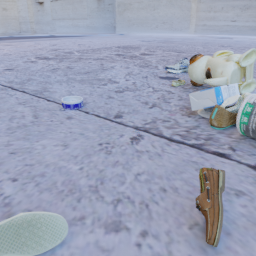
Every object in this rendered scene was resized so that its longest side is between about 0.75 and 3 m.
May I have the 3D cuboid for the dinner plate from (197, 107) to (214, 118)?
[{"bbox_3d":[3.183,-0.585,10.207,1.262,0.153,1.262,1,21,0],"label":"dinner plate"}]

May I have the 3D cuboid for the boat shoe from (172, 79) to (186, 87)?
[{"bbox_3d":[2.566,-2.326,14.110,0.991,0.312,0.361,-18,29,-37],"label":"boat shoe"}]

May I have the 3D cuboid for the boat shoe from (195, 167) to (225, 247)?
[{"bbox_3d":[1.367,1.308,4.785,0.459,0.486,1.351,10,53,9],"label":"boat shoe"}]

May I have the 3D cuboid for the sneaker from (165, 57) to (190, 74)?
[{"bbox_3d":[3.247,-3.823,16.913,2.122,0.904,0.818,-5,23,-9],"label":"sneaker"}]

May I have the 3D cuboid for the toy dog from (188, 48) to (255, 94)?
[{"bbox_3d":[4.071,-2.487,12.969,2.740,1.972,2.826,-33,33,-20],"label":"toy dog"}]

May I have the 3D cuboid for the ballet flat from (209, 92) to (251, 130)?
[{"bbox_3d":[3.731,-0.673,9.361,2.608,0.943,0.884,-13,27,-29],"label":"ballet flat"}]

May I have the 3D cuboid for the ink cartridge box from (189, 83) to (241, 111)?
[{"bbox_3d":[3.220,-1.131,10.016,1.888,0.641,1.095,-15,3,-39],"label":"ink cartridge box"}]

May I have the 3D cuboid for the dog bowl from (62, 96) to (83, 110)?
[{"bbox_3d":[-2.162,-0.990,10.920,0.816,0.321,0.816,0,23,0],"label":"dog bowl"}]

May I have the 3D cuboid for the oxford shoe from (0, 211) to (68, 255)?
[{"bbox_3d":[-1.818,1.689,4.280,1.769,0.665,0.511,-10,-10,-24],"label":"oxford shoe"}]

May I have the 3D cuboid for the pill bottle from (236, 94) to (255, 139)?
[{"bbox_3d":[4.271,-0.098,7.549,1.288,1.288,2.278,-18,28,-36],"label":"pill bottle"}]
